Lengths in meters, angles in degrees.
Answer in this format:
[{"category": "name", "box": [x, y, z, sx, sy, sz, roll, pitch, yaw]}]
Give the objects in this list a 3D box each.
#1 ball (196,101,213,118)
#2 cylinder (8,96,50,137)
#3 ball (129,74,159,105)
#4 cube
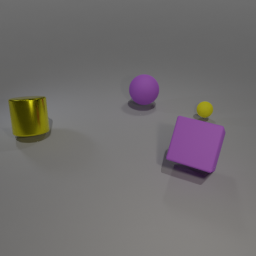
[{"category": "ball", "box": [3.327, -0.802, 12.134, 0.700, 0.700, 0.700, 0, 31, 0]}, {"category": "cylinder", "box": [-3.867, -0.496, 10.996, 1.400, 1.400, 1.400, -3, 12, 1]}, {"category": "ball", "box": [0.746, -1.776, 12.997, 1.400, 1.400, 1.400, 0, 31, 0]}, {"category": "cube", "box": [2.191, 0.530, 8.895, 1.400, 1.400, 1.400, 16, -1, 22]}]
